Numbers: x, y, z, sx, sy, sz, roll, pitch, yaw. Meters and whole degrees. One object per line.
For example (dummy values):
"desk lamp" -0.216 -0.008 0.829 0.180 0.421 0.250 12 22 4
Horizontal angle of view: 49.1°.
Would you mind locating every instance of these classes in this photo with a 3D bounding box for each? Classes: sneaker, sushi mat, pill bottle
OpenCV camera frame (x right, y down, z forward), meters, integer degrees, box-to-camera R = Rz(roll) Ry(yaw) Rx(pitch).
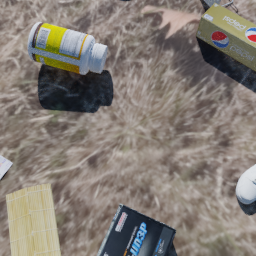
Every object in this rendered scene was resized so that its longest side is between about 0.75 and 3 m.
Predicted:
"sneaker" 3.546 1.121 7.148 0.680 1.066 1.845 42 74 15
"sushi mat" -2.332 2.655 6.958 1.160 0.147 2.425 -13 67 -6
"pill bottle" -1.791 -2.364 8.542 2.198 1.201 1.201 15 67 -1

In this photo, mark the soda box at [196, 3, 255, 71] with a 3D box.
"soda box" 3.558 -2.863 8.999 2.621 0.888 0.839 38 71 16

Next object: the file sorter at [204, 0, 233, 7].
"file sorter" 3.298 -5.151 9.656 1.000 1.606 1.115 -25 68 -15

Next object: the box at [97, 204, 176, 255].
"box" 0.105 2.877 6.410 1.448 0.419 1.822 27 76 -5

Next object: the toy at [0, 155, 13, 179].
"toy" -4.228 0.892 7.593 1.805 0.426 1.039 28 70 12
